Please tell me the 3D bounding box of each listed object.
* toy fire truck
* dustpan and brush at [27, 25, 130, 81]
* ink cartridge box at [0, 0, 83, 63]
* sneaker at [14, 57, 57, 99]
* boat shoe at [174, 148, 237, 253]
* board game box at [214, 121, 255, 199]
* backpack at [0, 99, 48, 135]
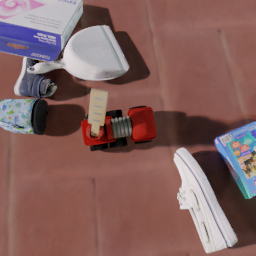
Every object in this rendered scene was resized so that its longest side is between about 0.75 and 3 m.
[{"bbox_3d":[-0.269,-0.198,7.410,2.044,2.322,1.494,-8,89,-2],"label":"toy fire truck"},{"bbox_3d":[-1.692,-2.221,8.946,2.943,0.842,2.054,-14,68,-28],"label":"dustpan and brush"},{"bbox_3d":[-3.257,-3.564,9.298,2.794,0.616,2.846,13,54,4],"label":"ink cartridge box"},{"bbox_3d":[-2.782,-1.744,8.948,1.227,0.646,1.699,10,80,15],"label":"sneaker"},{"bbox_3d":[1.795,1.894,7.507,0.941,1.036,2.817,-26,66,-2],"label":"boat shoe"},{"bbox_3d":[3.640,0.893,8.206,1.452,0.430,1.909,-21,71,-7],"label":"board game box"},{"bbox_3d":[-3.274,-0.383,8.443,1.396,1.073,1.139,0,74,17],"label":"backpack"}]
